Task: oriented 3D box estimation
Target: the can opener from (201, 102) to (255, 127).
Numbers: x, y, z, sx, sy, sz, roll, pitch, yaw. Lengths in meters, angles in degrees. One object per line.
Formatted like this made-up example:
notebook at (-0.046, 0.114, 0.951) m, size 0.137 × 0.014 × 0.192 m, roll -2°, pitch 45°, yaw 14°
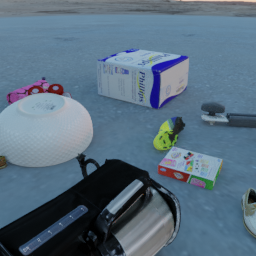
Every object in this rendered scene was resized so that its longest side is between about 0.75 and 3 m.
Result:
can opener at (3.449, -0.390, 9.181) m, size 2.097 × 0.697 × 0.552 m, roll 8°, pitch 26°, yaw 5°

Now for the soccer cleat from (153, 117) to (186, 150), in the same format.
soccer cleat at (1.129, 0.197, 8.297) m, size 0.711 × 0.550 × 1.701 m, roll -18°, pitch 16°, yaw 40°

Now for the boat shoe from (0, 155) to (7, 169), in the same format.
boat shoe at (-3.511, 0.916, 6.920) m, size 0.941 × 0.320 × 0.339 m, roll -19°, pitch 32°, yaw -32°

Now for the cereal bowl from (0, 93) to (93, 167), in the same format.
cereal bowl at (-2.381, -0.207, 7.930) m, size 2.764 × 1.151 × 2.764 m, roll 2°, pitch 32°, yaw -1°

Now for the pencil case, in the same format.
pencil case at (-3.784, -1.347, 10.880) m, size 0.822 × 0.796 × 1.754 m, roll 8°, pitch 30°, yaw 26°

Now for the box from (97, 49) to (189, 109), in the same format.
box at (0.651, -2.190, 11.666) m, size 2.941 × 1.543 × 2.704 m, roll 17°, pitch 32°, yaw 29°

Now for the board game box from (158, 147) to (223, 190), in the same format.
board game box at (1.546, 0.946, 6.913) m, size 1.336 × 0.269 × 1.022 m, roll 14°, pitch 30°, yaw 26°

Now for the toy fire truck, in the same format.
toy fire truck at (-2.714, -0.725, 9.728) m, size 1.647 × 0.923 × 1.383 m, roll -11°, pitch 53°, yaw -20°

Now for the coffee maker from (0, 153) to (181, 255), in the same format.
coffee maker at (-0.770, 1.647, 4.341) m, size 2.335 × 1.637 × 2.431 m, roll 5°, pitch 23°, yaw 43°

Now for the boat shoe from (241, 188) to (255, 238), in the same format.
boat shoe at (2.455, 1.628, 5.444) m, size 0.423 × 0.387 × 1.131 m, roll 2°, pitch 27°, yaw 4°
